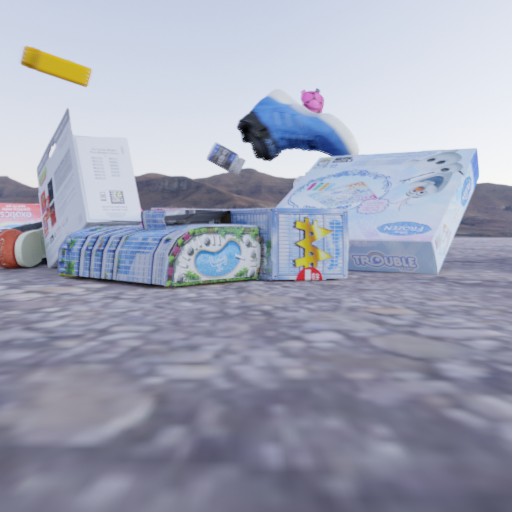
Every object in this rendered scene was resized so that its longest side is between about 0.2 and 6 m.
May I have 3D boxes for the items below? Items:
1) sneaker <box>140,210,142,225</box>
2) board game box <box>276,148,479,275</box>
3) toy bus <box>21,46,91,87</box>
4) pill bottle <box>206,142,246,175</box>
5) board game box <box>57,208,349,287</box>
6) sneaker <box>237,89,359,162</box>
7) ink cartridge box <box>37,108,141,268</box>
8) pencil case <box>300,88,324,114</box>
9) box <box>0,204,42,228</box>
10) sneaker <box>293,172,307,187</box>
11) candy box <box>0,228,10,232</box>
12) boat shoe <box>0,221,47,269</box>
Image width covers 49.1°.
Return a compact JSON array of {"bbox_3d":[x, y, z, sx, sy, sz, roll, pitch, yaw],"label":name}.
[{"bbox_3d":[-3.212,-0.553,13.153,1.016,1.205,2.755,-29,40,-28],"label":"sneaker"},{"bbox_3d":[1.582,-0.699,7.929,2.532,0.549,2.519,3,34,33],"label":"board game box"},{"bbox_3d":[-3.357,-3.174,9.404,1.063,0.346,0.416,13,15,-28],"label":"toy bus"},{"bbox_3d":[-0.750,-2.434,14.105,0.900,0.512,0.512,28,0,-5],"label":"pill bottle"},{"bbox_3d":[-0.398,-0.142,6.062,2.483,0.766,2.484,1,3,41],"label":"board game box"},{"bbox_3d":[0.813,-2.669,13.014,3.053,1.698,1.172,41,-15,32],"label":"sneaker"},{"bbox_3d":[-2.246,-0.824,7.314,0.728,1.525,1.737,-4,-16,-36],"label":"ink cartridge box"},{"bbox_3d":[1.447,-3.845,15.521,0.729,0.707,1.557,35,-28,16],"label":"pencil case"},{"bbox_3d":[-6.434,-0.775,15.056,2.624,1.242,1.347,-1,3,-22],"label":"box"},{"bbox_3d":[1.162,-0.461,9.916,1.200,1.387,3.202,-6,24,19],"label":"sneaker"},{"bbox_3d":[-5.501,-0.364,13.248,1.366,0.582,1.628,1,3,15],"label":"candy box"},{"bbox_3d":[-3.298,-0.152,8.189,0.600,0.682,1.916,-2,7,2],"label":"boat shoe"}]
